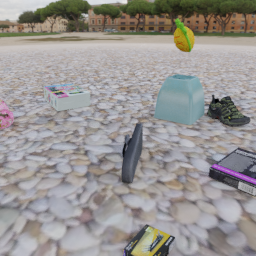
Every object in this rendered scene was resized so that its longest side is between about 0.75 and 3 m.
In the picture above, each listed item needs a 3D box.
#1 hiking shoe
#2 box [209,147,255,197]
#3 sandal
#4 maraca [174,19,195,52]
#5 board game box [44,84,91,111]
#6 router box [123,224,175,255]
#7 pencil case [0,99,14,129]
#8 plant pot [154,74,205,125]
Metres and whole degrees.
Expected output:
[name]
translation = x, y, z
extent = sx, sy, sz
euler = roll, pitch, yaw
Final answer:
[hiking shoe]
translation = 4.223, -0.778, 11.858
extent = 0.800, 1.064, 2.114
euler = -13, 25, -30
[box]
translation = 3.369, 1.164, 7.964
extent = 1.353, 0.342, 1.893
euler = 21, 31, 40
[sandal]
translation = 0.057, 0.589, 8.441
extent = 0.585, 1.039, 2.733
euler = 5, 22, 9
[maraca]
translation = 1.953, -3.238, 9.886
extent = 0.712, 1.330, 0.912
euler = -31, 52, 2
[board game box]
translation = -3.202, -1.651, 14.527
extent = 1.730, 0.754, 2.345
euler = -12, 24, -29
[router box]
translation = 0.411, 2.265, 5.318
extent = 0.669, 0.222, 0.850
euler = 14, 26, 31
[pencil case]
translation = -5.470, -0.659, 11.853
extent = 0.891, 0.931, 2.153
euler = 28, 3, -36
[plant pot]
translation = 2.332, -1.382, 12.374
extent = 1.792, 1.825, 1.787
euler = 13, 26, 31
